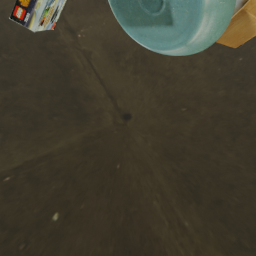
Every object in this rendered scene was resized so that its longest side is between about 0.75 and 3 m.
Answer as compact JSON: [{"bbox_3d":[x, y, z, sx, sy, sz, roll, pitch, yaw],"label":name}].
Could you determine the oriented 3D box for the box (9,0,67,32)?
[{"bbox_3d":[-1.111,-2.807,4.674,0.469,1.608,2.349,26,106,-12],"label":"box"}]

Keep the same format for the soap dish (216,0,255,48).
[{"bbox_3d":[2.812,-2.738,5.783,0.878,1.702,2.163,42,87,-2],"label":"soap dish"}]

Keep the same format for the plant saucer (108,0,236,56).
[{"bbox_3d":[0.542,-2.462,5.191,2.789,2.789,0.501,32,59,16],"label":"plant saucer"}]
